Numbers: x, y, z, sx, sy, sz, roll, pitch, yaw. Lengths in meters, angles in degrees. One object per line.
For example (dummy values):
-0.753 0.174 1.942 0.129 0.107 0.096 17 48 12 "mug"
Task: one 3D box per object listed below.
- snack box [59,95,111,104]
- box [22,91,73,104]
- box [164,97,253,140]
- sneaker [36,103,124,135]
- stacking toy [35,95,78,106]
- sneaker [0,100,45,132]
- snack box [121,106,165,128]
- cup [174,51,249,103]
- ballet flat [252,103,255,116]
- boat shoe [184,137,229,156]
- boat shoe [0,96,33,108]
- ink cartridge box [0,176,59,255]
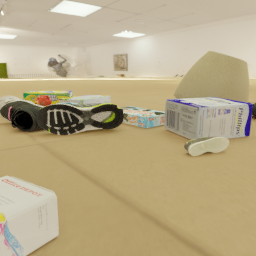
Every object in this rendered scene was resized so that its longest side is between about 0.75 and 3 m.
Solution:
-2.038 -1.245 13.529 1.505 0.560 2.116 8 15 31 "snack box"
-4.482 -1.683 15.304 2.775 0.671 1.628 -3 13 -5 "box"
2.371 -0.332 8.483 1.922 1.008 1.767 -5 14 -22 "box"
-1.521 -0.333 8.846 2.640 0.975 1.069 0 8 -16 "sneaker"
-3.027 -0.741 10.624 2.053 0.867 1.859 5 13 24 "stacking toy"
-3.627 -0.450 9.303 2.423 0.857 1.202 10 10 22 "sneaker"
0.377 -0.438 10.310 1.294 0.413 2.228 -11 17 -40 "snack box"
3.478 -1.775 10.849 2.874 2.056 2.874 17 16 -5 "cup"
5.690 -0.689 10.423 0.990 0.846 2.978 -9 16 -36 "ballet flat"
1.878 0.391 6.679 1.125 0.402 0.336 -9 20 -19 "boat shoe"
-4.984 -0.943 12.021 2.028 0.730 0.666 14 13 22 "boat shoe"
-1.623 1.096 3.089 1.015 0.611 1.397 9 17 33 "ink cartridge box"
